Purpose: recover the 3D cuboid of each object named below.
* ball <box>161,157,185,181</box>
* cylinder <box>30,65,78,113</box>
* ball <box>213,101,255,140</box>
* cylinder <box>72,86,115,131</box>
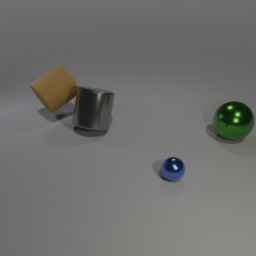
[{"bbox_3d":[1.318,1.189,8.174,0.700,0.700,0.700,0,30,0],"label":"ball"},{"bbox_3d":[-2.893,-1.538,11.171,1.400,1.400,1.400,-40,43,-16],"label":"cylinder"},{"bbox_3d":[3.756,-0.260,9.988,1.400,1.400,1.400,0,30,0],"label":"ball"},{"bbox_3d":[-1.289,-0.750,10.481,1.400,1.400,1.400,10,11,-2],"label":"cylinder"}]
